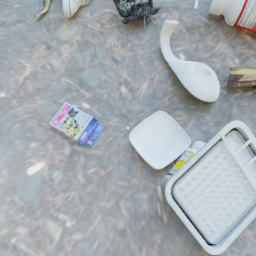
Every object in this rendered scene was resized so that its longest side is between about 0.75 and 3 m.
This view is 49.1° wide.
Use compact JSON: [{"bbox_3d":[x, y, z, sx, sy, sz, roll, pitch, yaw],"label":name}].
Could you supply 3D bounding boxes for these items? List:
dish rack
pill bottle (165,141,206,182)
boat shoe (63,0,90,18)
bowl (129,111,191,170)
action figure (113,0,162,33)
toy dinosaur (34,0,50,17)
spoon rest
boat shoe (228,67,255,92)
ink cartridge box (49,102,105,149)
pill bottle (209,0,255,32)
[{"bbox_3d":[2.377,1.467,7.204,2.846,0.620,2.443,-40,103,-15],"label":"dish rack"},{"bbox_3d":[1.731,1.081,7.648,0.801,0.801,1.401,37,73,14],"label":"pill bottle"},{"bbox_3d":[-1.662,-4.937,10.079,1.085,0.941,2.546,5,58,-2],"label":"boat shoe"},{"bbox_3d":[0.879,0.389,8.070,1.427,0.533,1.429,-37,73,-14],"label":"bowl"},{"bbox_3d":[0.103,-4.677,9.634,1.689,1.450,2.842,-26,67,-9],"label":"action figure"},{"bbox_3d":[-2.784,-5.138,10.275,1.122,0.604,2.545,-8,69,14],"label":"toy dinosaur"},{"bbox_3d":[1.865,-2.007,8.832,1.459,0.890,2.937,-13,68,-39],"label":"spoon rest"},{"bbox_3d":[4.195,-1.406,8.770,2.195,0.792,0.790,6,98,-9],"label":"boat shoe"},{"bbox_3d":[-1.512,-0.083,8.399,1.453,0.305,0.867,30,71,9],"label":"ink cartridge box"},{"bbox_3d":[4.324,-4.069,9.246,2.985,1.675,1.675,19,69,8],"label":"pill bottle"}]
